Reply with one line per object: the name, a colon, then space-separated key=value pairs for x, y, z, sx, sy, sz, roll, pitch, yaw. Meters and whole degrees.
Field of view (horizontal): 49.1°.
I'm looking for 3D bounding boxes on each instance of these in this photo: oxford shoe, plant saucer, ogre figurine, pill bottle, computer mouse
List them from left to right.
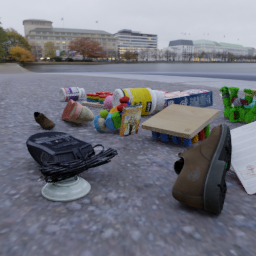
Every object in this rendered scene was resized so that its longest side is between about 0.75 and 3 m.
oxford shoe: x=-3.526 y=-0.319 z=11.624 sx=1.275 sy=0.538 sz=0.463 roll=25 pitch=57 yaw=30
computer mouse: x=-1.782 y=0.762 z=7.400 sx=1.984 sy=0.755 sz=2.866 roll=-13 pitch=20 yaw=-36
plant saucer: x=-1.399 y=1.286 z=6.337 sx=1.091 sy=0.274 sz=1.091 roll=0 pitch=14 yaw=0
pill bottle: x=-3.731 y=-2.298 z=18.832 sx=1.589 sy=0.885 sz=0.885 roll=-10 pitch=17 yaw=-35
oxford shoe: x=-2.363 y=-0.641 z=12.961 sx=1.053 sy=1.010 sz=2.852 roll=25 pitch=1 yaw=-24
pill bottle: x=0.553 y=-1.332 z=14.186 sx=2.463 sy=1.371 sz=1.371 roll=-6 pitch=16 yaw=-22
oxford shoe: x=1.740 y=0.669 z=6.512 sx=1.249 sy=1.075 sz=2.959 roll=2 pitch=24 yaw=28
ogre figurine: x=5.150 y=-1.058 z=12.789 sx=2.586 sy=1.550 sz=1.269 roll=16 pitch=17 yaw=42

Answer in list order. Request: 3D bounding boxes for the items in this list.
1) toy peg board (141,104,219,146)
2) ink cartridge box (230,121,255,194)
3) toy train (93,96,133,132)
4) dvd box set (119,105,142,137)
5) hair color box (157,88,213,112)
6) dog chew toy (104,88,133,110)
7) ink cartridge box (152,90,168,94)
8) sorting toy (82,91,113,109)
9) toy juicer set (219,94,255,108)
toy peg board: x=1.940 y=0.045 z=10.210 sx=2.035 sy=0.995 sz=2.027 roll=12 pitch=33 yaw=41
ink cartridge box: x=3.530 y=0.710 z=7.149 sx=1.924 sy=0.599 sz=2.392 roll=-20 pitch=33 yaw=8
toy train: x=-0.518 y=-0.671 z=11.812 sx=1.482 sy=1.084 sz=2.561 roll=-14 pitch=23 yaw=11
dvd box set: x=0.098 y=-0.252 z=9.582 sx=0.774 sy=1.058 sz=0.156 roll=-11 pitch=29 yaw=-42
hair color box: x=3.025 y=-1.498 z=15.311 sx=2.887 sy=0.874 sz=1.444 roll=-12 pitch=17 yaw=-20
dog chew toy: x=-0.358 y=-1.484 z=15.325 sx=1.963 sy=1.222 sz=1.222 roll=-11 pitch=16 yaw=-7
ink cartridge box: x=1.314 y=-1.719 z=16.672 sx=1.483 sy=0.864 sz=2.037 roll=9 pitch=19 yaw=32
sorting toy: x=-1.418 y=-1.783 z=17.179 sx=2.040 sy=0.714 sz=2.052 roll=11 pitch=18 yaw=35
toy juicer set: x=6.279 y=-1.049 z=14.649 sx=2.855 sy=0.777 sz=1.816 roll=6 pitch=33 yaw=8
